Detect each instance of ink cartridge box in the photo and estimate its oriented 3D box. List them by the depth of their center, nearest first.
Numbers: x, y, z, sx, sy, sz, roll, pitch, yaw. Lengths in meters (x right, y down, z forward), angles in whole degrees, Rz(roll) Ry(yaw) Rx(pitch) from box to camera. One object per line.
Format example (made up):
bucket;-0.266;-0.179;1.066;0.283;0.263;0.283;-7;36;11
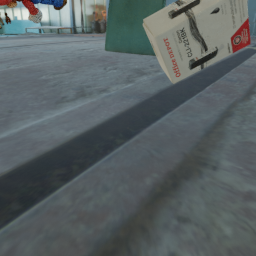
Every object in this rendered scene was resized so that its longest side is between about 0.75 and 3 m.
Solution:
ink cartridge box;0.867;-1.196;3.512;1.132;0.817;0.474;-26;47;8

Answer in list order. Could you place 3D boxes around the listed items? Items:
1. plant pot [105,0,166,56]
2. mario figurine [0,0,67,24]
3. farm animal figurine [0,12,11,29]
plant pot;0.294;-3.427;7.819;1.621;2.295;1.622;6;33;5
mario figurine;-2.626;-3.407;6.885;2.093;1.292;1.109;-19;-13;-44
farm animal figurine;-3.525;-2.920;7.372;0.788;0.396;0.636;21;53;28
